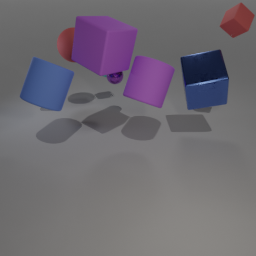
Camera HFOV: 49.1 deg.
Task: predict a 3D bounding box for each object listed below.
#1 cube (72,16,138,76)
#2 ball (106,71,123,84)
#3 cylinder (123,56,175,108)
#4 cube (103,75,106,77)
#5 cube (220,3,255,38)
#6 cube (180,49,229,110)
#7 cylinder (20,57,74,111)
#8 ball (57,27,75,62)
[{"bbox_3d":[-0.767,-2.664,8.947,1.400,1.400,1.400,33,36,28],"label":"cube"},{"bbox_3d":[-0.535,-2.140,11.457,0.700,0.700,0.700,0,29,0],"label":"ball"},{"bbox_3d":[0.695,-1.539,9.455,1.400,1.400,1.400,19,6,-2],"label":"cylinder"},{"bbox_3d":[-1.141,-2.884,13.107,0.700,0.700,0.700,8,36,-39],"label":"cube"},{"bbox_3d":[3.694,-3.634,9.497,0.700,0.700,0.700,31,-15,-19],"label":"cube"},{"bbox_3d":[2.679,-1.673,9.899,1.400,1.400,1.400,-8,57,11],"label":"cube"},{"bbox_3d":[-2.662,-1.439,9.258,1.400,1.400,1.400,21,6,-2],"label":"cylinder"},{"bbox_3d":[-2.242,-3.453,11.686,1.400,1.400,1.400,0,29,0],"label":"ball"}]
